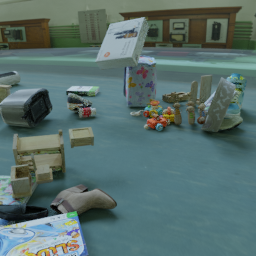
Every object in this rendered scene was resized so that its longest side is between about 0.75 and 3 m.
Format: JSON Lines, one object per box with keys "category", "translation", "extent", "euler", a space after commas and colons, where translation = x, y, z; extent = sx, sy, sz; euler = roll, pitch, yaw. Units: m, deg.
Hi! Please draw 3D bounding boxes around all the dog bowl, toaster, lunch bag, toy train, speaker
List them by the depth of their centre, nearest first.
{"category": "dog bowl", "translation": [3.620, -0.860, 11.190], "extent": [0.661, 2.256, 2.256], "euler": [21, 26, 14]}
{"category": "toaster", "translation": [-4.479, -0.860, 12.230], "extent": [1.494, 1.314, 2.313], "euler": [2, 33, 16]}
{"category": "toy train", "translation": [1.196, -0.663, 12.618], "extent": [1.883, 0.697, 2.507], "euler": [-9, 23, -23]}
{"category": "lunch bag", "translation": [0.639, -2.623, 15.359], "extent": [1.806, 2.409, 2.840], "euler": [2, 23, 3]}
{"category": "speaker", "translation": [-8.532, -3.262, 19.169], "extent": [0.911, 0.911, 2.243], "euler": [10, 23, 25]}

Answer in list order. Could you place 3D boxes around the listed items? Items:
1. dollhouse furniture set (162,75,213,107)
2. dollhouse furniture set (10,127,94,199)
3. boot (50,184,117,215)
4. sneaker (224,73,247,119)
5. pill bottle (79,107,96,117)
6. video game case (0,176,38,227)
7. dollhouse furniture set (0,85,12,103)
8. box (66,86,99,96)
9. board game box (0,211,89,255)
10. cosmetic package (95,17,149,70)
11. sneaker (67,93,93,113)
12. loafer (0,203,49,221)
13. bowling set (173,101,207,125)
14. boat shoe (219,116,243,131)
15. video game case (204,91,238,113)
{"category": "dollhouse furniture set", "translation": [3.196, -2.185, 15.358], "extent": [1.842, 1.578, 1.936], "euler": [-11, 23, -26]}
{"category": "dollhouse furniture set", "translation": [-1.946, 1.104, 7.712], "extent": [2.182, 1.213, 1.929], "euler": [-5, 37, -15]}
{"category": "boot", "translation": [-1.086, 1.816, 6.557], "extent": [1.373, 0.482, 1.004], "euler": [13, 31, 34]}
{"category": "sneaker", "translation": [4.959, -1.588, 13.402], "extent": [1.136, 1.865, 2.857], "euler": [10, 23, 21]}
{"category": "pill bottle", "translation": [-1.909, -0.741, 13.187], "extent": [0.769, 0.432, 0.432], "euler": [-7, 22, -17]}
{"category": "video game case", "translation": [-3.639, 1.773, 6.835], "extent": [2.301, 0.254, 2.094], "euler": [1, 21, 2]}
{"category": "dollhouse furniture set", "translation": [-5.838, -1.673, 14.320], "extent": [1.932, 1.368, 2.103], "euler": [5, 22, 13]}
{"category": "box", "translation": [-2.796, -2.319, 17.515], "extent": [1.808, 0.329, 1.305], "euler": [1, 21, 7]}
{"category": "board game box", "translation": [-1.840, 2.306, 5.310], "extent": [1.975, 0.340, 1.337], "euler": [-7, 22, -19]}
{"category": "cosmetic package", "translation": [-0.250, -4.000, 13.282], "extent": [1.946, 0.667, 2.581], "euler": [-1, 58, 29]}
{"category": "sneaker", "translation": [-2.444, -1.138, 13.898], "extent": [0.806, 0.816, 2.054], "euler": [12, -1, 19]}
{"category": "loafer", "translation": [-2.311, 1.801, 6.102], "extent": [1.149, 0.403, 0.390], "euler": [16, 20, -20]}
{"category": "bowling set", "translation": [2.931, -0.671, 11.966], "extent": [1.767, 0.949, 1.230], "euler": [-9, 8, -23]}
{"category": "boat shoe", "translation": [4.163, -0.131, 11.577], "extent": [1.388, 0.432, 0.518], "euler": [-16, 46, -29]}
{"category": "video game case", "translation": [4.225, -1.230, 13.267], "extent": [1.413, 0.181, 1.554], "euler": [-47, 19, -4]}
